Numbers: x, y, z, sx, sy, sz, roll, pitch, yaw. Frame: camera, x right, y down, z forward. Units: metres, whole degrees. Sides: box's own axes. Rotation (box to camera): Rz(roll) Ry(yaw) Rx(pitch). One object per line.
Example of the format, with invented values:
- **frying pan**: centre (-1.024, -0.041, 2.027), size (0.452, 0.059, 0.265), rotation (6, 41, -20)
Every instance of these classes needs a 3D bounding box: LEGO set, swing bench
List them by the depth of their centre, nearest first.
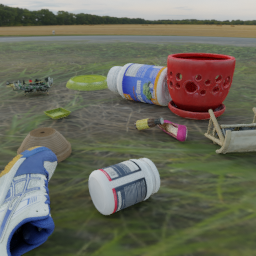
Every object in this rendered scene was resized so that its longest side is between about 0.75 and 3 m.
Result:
- **swing bench**: centre (3.187, 0.157, 7.967), size (1.494, 0.974, 1.502), rotation (-1, 28, -4)
- **LEGO set**: centre (-4.650, -1.963, 13.593), size (1.919, 0.837, 2.955), rotation (-13, 13, -33)

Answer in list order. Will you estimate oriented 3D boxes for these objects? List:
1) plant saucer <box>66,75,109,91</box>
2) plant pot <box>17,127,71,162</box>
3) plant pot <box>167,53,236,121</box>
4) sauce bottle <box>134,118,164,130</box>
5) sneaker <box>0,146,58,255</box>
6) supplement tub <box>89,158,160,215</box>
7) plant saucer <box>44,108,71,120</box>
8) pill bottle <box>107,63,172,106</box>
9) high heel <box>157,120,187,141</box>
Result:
- **plant saucer**: centre (-2.082, -2.490, 15.022), size (2.479, 0.385, 2.479), rotation (0, 23, 0)
- **plant pot**: centre (-2.308, 0.415, 7.678), size (1.435, 0.662, 1.435), rotation (-1, 23, 0)
- **plant pot**: centre (2.640, -1.619, 10.538), size (2.416, 2.200, 2.416), rotation (0, 23, 0)
- **sauce bottle**: centre (0.672, -0.147, 9.027), size (1.004, 0.325, 0.325), rotation (-9, 13, 38)
- **sneaker**: centre (-1.785, 1.449, 4.916), size (1.318, 1.126, 2.990), rotation (13, 33, 8)
- **supplement tub**: centre (-0.076, 1.136, 5.645), size (1.250, 0.877, 0.877), rotation (-13, 26, -30)
- **plant saucer**: centre (-2.658, -0.528, 10.557), size (0.758, 0.182, 0.757), rotation (-20, 30, -40)
- **pill bottle**: centre (0.539, -1.948, 12.150), size (2.838, 1.591, 1.591), rotation (14, 26, 32)
- **high heel**: centre (1.345, 0.044, 8.662), size (0.723, 0.507, 1.507), rotation (8, 17, -6)
